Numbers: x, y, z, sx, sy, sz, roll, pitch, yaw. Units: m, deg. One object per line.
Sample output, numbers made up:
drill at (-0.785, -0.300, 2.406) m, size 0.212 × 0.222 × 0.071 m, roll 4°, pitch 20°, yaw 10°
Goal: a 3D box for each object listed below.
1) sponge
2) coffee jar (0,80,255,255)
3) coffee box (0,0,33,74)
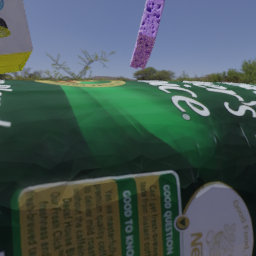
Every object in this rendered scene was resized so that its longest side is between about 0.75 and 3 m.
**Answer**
sponge at (0.556, -2.688, 5.919) m, size 0.386 × 2.591 × 1.445 m, roll 14°, pitch -12°, yaw -2°
coffee jar at (0.103, 0.267, 1.265) m, size 2.232 × 0.952 × 1.164 m, roll -3°, pitch 9°, yaw -23°
coffee box at (-2.326, -1.550, 3.657) m, size 1.672 × 1.656 × 1.674 m, roll -13°, pitch 8°, yaw -24°
